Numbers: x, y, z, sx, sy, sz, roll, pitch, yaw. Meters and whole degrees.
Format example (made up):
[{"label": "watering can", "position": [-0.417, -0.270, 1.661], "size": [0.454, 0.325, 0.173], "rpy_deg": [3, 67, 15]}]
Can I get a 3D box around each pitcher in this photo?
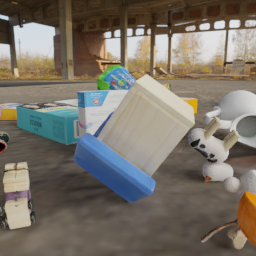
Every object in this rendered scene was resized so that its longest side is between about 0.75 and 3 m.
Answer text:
[{"label": "pitcher", "position": [2.540, -0.298, 6.693], "size": [1.550, 1.096, 1.807], "rpy_deg": [14, 24, 3]}]

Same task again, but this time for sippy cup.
[{"label": "sippy cup", "position": [-0.206, -1.636, 12.279], "size": [2.242, 1.760, 1.643], "rpy_deg": [-29, 49, -26]}]

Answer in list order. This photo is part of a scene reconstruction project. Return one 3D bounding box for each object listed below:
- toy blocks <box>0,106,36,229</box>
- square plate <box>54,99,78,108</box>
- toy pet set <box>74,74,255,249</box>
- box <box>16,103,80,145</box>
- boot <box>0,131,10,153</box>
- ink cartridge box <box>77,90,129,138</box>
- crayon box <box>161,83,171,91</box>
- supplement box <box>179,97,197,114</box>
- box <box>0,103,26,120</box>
[{"label": "toy blocks", "position": [-2.080, 0.274, 3.385], "size": [1.748, 1.633, 1.471], "rpy_deg": [-6, 19, -13]}, {"label": "square plate", "position": [-2.033, -1.121, 13.177], "size": [2.151, 0.306, 2.130], "rpy_deg": [-11, 16, -42]}, {"label": "toy pet set", "position": [0.677, 0.705, 3.387], "size": [2.626, 1.493, 2.812], "rpy_deg": [36, 19, 1]}, {"label": "box", "position": [-2.012, -0.217, 7.934], "size": [1.182, 0.706, 2.873], "rpy_deg": [-11, 16, -43]}, {"label": "boot", "position": [-3.176, 0.334, 6.128], "size": [1.087, 0.392, 0.821], "rpy_deg": [-5, 15, -21]}, {"label": "ink cartridge box", "position": [-0.496, -0.097, 5.842], "size": [0.984, 1.362, 0.576], "rpy_deg": [-6, 9, -27]}, {"label": "crayon box", "position": [1.533, -1.458, 12.819], "size": [0.373, 1.103, 1.278], "rpy_deg": [8, 14, 32]}, {"label": "supplement box", "position": [1.806, -0.926, 11.428], "size": [1.722, 0.633, 1.085], "rpy_deg": [8, 14, 36]}, {"label": "box", "position": [-3.851, -0.613, 10.381], "size": [2.380, 0.494, 1.417], "rpy_deg": [0, 12, 7]}]
